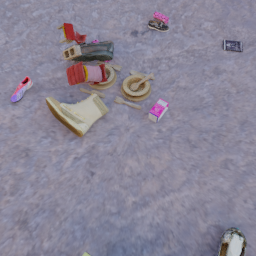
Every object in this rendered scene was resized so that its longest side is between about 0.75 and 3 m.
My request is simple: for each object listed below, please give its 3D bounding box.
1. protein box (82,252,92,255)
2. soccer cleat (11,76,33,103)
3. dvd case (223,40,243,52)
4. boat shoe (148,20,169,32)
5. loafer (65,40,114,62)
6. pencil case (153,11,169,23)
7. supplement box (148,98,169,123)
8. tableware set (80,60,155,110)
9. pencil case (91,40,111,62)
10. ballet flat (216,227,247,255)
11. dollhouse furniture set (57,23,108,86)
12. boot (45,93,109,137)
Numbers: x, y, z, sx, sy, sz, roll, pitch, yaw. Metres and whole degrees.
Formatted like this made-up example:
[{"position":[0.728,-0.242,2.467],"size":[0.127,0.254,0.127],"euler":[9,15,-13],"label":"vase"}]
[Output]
[{"position":[-0.653,5.340,6.860],"size":[2.979,2.009,2.957],"euler":[29,64,16],"label":"protein box"},{"position":[-4.583,-1.649,11.933],"size":[0.444,0.477,1.303],"euler":[24,62,14],"label":"soccer cleat"},{"position":[5.072,-3.966,13.551],"size":[0.928,0.074,0.690],"euler":[8,60,5],"label":"dvd case"},{"position":[1.554,-5.175,14.119],"size":[1.102,0.332,0.407],"euler":[20,61,11],"label":"boat shoe"},{"position":[-1.733,-3.455,12.492],"size":[2.524,0.907,0.794],"euler":[7,82,23],"label":"loafer"},{"position":[1.687,-5.692,14.418],"size":[0.839,0.381,0.393],"euler":[32,67,20],"label":"pencil case"},{"position":[1.245,-0.716,11.397],"size":[0.451,0.442,0.873],"euler":[32,64,18],"label":"supplement box"},{"position":[-0.412,-2.097,12.116],"size":[2.984,0.598,1.972],"euler":[19,61,12],"label":"tableware set"},{"position":[-1.267,-3.608,13.066],"size":[0.580,0.562,1.238],"euler":[-33,62,-24],"label":"pencil case"},{"position":[2.946,4.150,8.247],"size":[0.934,0.934,2.598],"euler":[18,61,10],"label":"ballet flat"},{"position":[-1.797,-2.933,11.165],"size":[1.308,0.989,2.431],"euler":[-14,94,-50],"label":"dollhouse furniture set"},{"position":[-2.057,-0.872,11.278],"size":[2.211,0.805,1.718],"euler":[38,66,19],"label":"boot"}]
